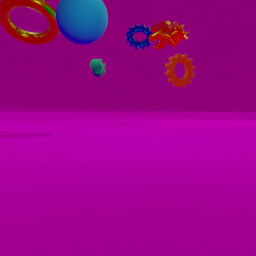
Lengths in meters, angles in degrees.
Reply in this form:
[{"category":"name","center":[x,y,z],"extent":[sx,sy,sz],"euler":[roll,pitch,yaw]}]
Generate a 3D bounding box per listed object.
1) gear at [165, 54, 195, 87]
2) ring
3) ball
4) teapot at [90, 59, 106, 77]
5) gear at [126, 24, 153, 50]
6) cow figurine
[{"category":"gear","center":[1.891,-2.074,10.145],"extent":[1.173,1.173,0.217],"euler":[-2,6,-24]},{"category":"ring","center":[-2.484,-2.703,7.073],"extent":[1.540,0.308,1.540],"euler":[0,-27,0]},{"category":"ball","center":[-1.057,-2.533,6.452],"extent":[1.182,1.182,1.182],"euler":[0,4,0]},{"category":"teapot","center":[-1.156,-2.407,11.029],"extent":[0.554,0.703,1.131],"euler":[-18,40,6]},{"category":"gear","center":[0.539,-4.189,12.859],"extent":[1.253,1.253,0.232],"euler":[0,-19,-1]},{"category":"cow figurine","center":[1.644,-3.846,11.256],"extent":[1.635,1.662,0.912],"euler":[-21,-48,35]}]
